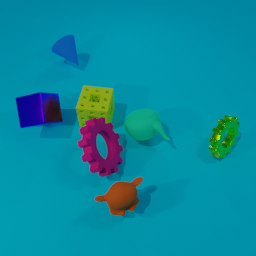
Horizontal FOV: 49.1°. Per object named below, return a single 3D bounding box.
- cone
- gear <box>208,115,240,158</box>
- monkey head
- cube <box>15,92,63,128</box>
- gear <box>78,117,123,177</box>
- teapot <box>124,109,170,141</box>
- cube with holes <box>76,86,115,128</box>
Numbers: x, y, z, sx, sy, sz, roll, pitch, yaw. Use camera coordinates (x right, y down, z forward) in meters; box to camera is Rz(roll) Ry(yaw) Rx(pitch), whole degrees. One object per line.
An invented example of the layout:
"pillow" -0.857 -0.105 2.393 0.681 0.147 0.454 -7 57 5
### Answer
"cone" -1.989 -2.554 9.731 0.937 0.937 0.941 -35 88 -23
"gear" 2.622 0.234 7.586 1.175 1.175 0.217 -38 41 -25
"monkey head" -0.195 1.554 6.557 1.212 0.730 0.872 -22 21 -18
"cube" -2.476 -0.496 7.869 0.854 0.854 0.854 -8 91 21
"gear" -0.667 0.474 7.226 0.277 1.496 1.496 -17 46 30
"teapot" 0.474 -0.031 7.865 1.662 0.814 1.034 13 37 45
"cube with holes" -0.941 -0.588 8.387 0.907 0.907 0.907 7 53 5
